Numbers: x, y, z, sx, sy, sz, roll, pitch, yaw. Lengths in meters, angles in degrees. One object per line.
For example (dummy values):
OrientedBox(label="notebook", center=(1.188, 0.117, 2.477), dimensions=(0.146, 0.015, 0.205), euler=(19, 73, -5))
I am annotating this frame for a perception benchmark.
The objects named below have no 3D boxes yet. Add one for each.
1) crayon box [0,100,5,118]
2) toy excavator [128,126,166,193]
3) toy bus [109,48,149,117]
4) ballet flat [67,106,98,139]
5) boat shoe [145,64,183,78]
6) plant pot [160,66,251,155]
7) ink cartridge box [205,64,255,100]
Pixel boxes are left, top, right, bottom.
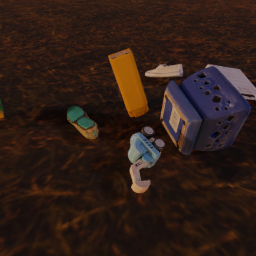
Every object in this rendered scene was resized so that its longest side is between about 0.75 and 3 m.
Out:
OrientedBox(label="crayon box", center=(-4.946, -0.712, 8.057), dimensions=(2.327, 1.382, 0.678), euler=(-16, 56, -23))
OrientedBox(label="toy excavator", center=(0.294, 0.698, 6.129), dimensions=(1.231, 0.615, 1.197), euler=(-25, 64, -36))
OrientedBox(label="toy bus", center=(0.072, -1.189, 7.935), dimensions=(0.648, 1.990, 0.779), euler=(-20, 30, 1))
OrientedBox(label="ballet flat", center=(-1.312, -0.131, 8.046), dimensions=(0.574, 0.574, 1.625), euler=(-17, 31, -26))
OrientedBox(label="boat shoe", center=(1.443, -2.305, 11.234), dimensions=(1.626, 0.531, 0.598), euler=(5, 6, 31))
OrientedBox(label="plant pot", center=(1.778, -0.364, 7.119), dimensions=(1.492, 1.660, 1.660), euler=(-15, 53, -14))
OrientedBox(label="ink cartridge box", center=(3.834, -1.521, 10.186), dimensions=(1.601, 0.562, 1.970), euler=(3, 48, -23))
